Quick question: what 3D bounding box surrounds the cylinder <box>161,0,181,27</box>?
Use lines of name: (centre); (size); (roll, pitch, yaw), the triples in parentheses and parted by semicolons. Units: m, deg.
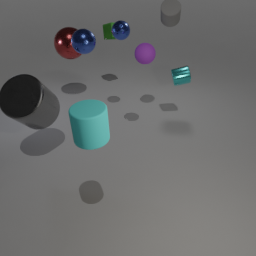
cylinder: (1.506, -4.064, 9.888); (0.700, 0.700, 0.700); (5, -11, 8)

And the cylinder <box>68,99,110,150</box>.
cylinder: (-0.715, -0.070, 5.250); (0.700, 0.700, 0.700); (-2, 35, 1)

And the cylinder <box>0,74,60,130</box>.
cylinder: (-3.048, -0.778, 8.812); (1.400, 1.400, 1.400); (-2, 76, 7)

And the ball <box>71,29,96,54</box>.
ball: (-1.269, -2.474, 8.016); (0.700, 0.700, 0.700); (0, 32, 0)

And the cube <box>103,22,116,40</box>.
cube: (-0.739, -4.746, 13.731); (0.700, 0.700, 0.700); (-16, 16, -39)

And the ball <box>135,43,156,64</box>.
ball: (0.568, -2.471, 9.311); (0.700, 0.700, 0.700); (0, 32, 0)

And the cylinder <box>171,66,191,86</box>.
cylinder: (2.171, -2.128, 11.475); (0.700, 0.700, 0.700); (-12, 31, 7)

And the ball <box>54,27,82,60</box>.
ball: (-2.601, -3.790, 12.551); (1.400, 1.400, 1.400); (0, 32, 0)

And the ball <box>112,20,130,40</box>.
ball: (-0.265, -3.645, 10.461); (0.700, 0.700, 0.700); (0, 32, 0)
